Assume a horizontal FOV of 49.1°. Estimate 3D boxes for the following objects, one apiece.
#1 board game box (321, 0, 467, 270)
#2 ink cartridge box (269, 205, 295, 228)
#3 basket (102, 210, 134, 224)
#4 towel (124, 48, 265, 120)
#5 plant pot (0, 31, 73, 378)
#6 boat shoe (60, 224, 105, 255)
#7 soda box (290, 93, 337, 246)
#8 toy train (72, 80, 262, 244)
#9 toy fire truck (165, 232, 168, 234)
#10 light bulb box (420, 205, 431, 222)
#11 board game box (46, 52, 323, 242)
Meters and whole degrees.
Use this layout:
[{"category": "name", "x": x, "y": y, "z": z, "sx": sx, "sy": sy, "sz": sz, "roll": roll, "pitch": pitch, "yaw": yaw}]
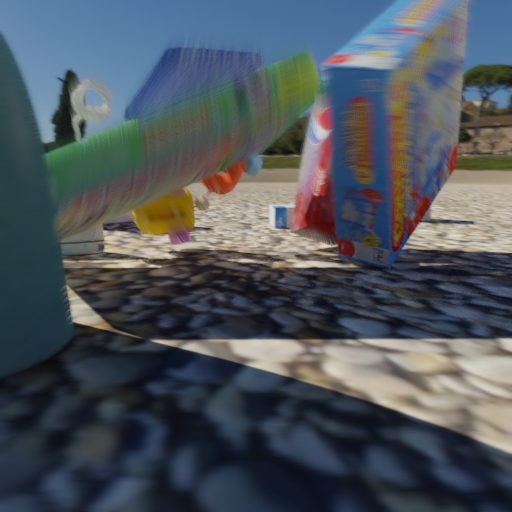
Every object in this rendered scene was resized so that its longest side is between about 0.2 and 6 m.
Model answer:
[{"category": "board game box", "x": 1.992, "y": -1.774, "z": 7.708, "sx": 0.793, "sy": 2.838, "sz": 2.778, "roll": 16, "pitch": 47, "yaw": 30}, {"category": "ink cartridge box", "x": 0.965, "y": -0.939, "z": 13.200, "sx": 1.214, "sy": 0.511, "sz": 0.878, "roll": -1, "pitch": 9, "yaw": -6}, {"category": "basket", "x": -4.670, "y": -1.754, "z": 14.433, "sx": 2.816, "sy": 1.737, "sz": 1.909, "roll": 10, "pitch": 14, "yaw": 44}, {"category": "towel", "x": -0.856, "y": -2.413, "z": 8.017, "sx": 1.889, "sy": 0.225, "sz": 1.368, "roll": -20, "pitch": -13, "yaw": -47}, {"category": "plant pot", "x": -3.104, "y": -0.656, "z": 3.933, "sx": 3.388, "sy": 2.719, "sz": 3.388, "roll": 0, "pitch": 5, "yaw": 0}, {"category": "boat shoe", "x": -3.598, "y": -0.394, "z": 9.111, "sx": 2.209, "sy": 0.726, "sz": 0.795, "roll": 0, "pitch": 9, "yaw": 2}, {"category": "soda box", "x": 1.427, "y": -1.692, "z": 9.809, "sx": 0.909, "sy": 2.868, "sz": 1.004, "roll": 18, "pitch": -17, "yaw": -21}, {"category": "toy train", "x": -1.651, "y": -1.573, "z": 9.394, "sx": 3.178, "sy": 2.387, "sz": 0.884, "roll": 18, "pitch": 13, "yaw": -23}, {"category": "toy fire truck", "x": -2.082, "y": -0.689, "z": 12.389, "sx": 1.144, "sy": 0.279, "sz": 0.807, "roll": 5, "pitch": 10, "yaw": 27}, {"category": "light bulb box", "x": 4.077, "y": -1.292, "z": 14.853, "sx": 1.098, "sy": 0.691, "sz": 1.107, "roll": 3, "pitch": 10, "yaw": 18}, {"category": "board game box", "x": -1.282, "y": -1.235, "z": 7.330, "sx": 3.900, "sy": 0.568, "sz": 2.624, "roll": -27, "pitch": 3, "yaw": -17}]
